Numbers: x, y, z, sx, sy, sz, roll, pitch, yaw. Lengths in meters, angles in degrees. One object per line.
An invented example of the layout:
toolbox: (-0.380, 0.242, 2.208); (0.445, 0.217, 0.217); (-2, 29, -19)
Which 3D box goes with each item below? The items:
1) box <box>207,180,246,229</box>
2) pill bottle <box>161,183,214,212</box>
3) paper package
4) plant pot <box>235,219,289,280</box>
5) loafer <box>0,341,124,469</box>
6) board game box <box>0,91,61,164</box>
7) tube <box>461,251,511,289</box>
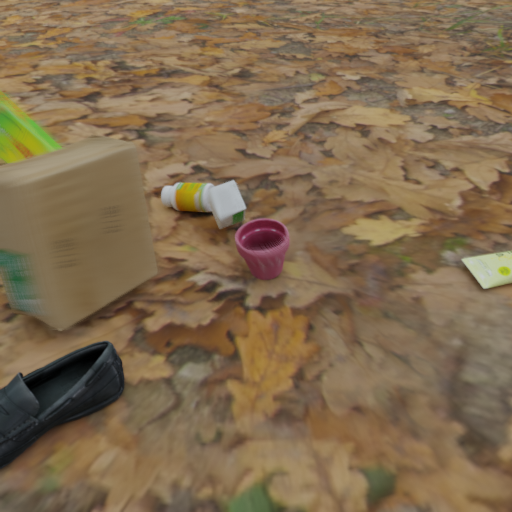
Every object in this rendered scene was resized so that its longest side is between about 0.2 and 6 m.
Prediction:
box: (-0.554, -0.951, 10.475); (0.545, 0.633, 0.636); (-20, 76, -9)
pill bottle: (-1.367, -1.186, 11.307); (1.022, 0.568, 0.568); (4, 35, 20)
paper package: (-2.766, -0.417, 8.467); (1.187, 2.295, 2.188); (13, 30, 33)
plant pot: (0.138, -0.064, 9.492); (0.888, 0.794, 0.888); (-5, 43, 5)
loafer: (-2.845, 1.819, 6.790); (2.609, 0.916, 0.886); (-25, 42, -31)
board game box: (-3.839, -1.719, 10.015); (0.680, 2.855, 1.450); (-44, 26, -1)
tube: (4.657, 0.132, 9.586); (2.046, 0.531, 0.594); (-10, -2, -5)
